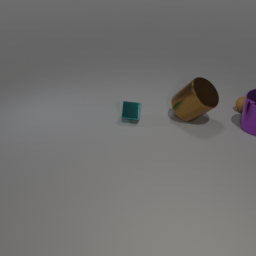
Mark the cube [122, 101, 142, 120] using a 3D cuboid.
[{"bbox_3d":[0.166,-0.747,11.841,0.700,0.700,0.700,7,6,10],"label":"cube"}]

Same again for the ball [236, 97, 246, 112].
[{"bbox_3d":[5.210,-1.063,12.586,0.700,0.700,0.700,0,31,0],"label":"ball"}]

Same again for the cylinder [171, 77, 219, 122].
[{"bbox_3d":[2.746,-1.148,11.550,1.400,1.400,1.400,14,60,-26],"label":"cylinder"}]

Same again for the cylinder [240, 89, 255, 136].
[{"bbox_3d":[5.270,-0.620,11.032,1.400,1.400,1.400,-2,38,2],"label":"cylinder"}]
